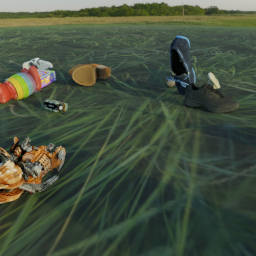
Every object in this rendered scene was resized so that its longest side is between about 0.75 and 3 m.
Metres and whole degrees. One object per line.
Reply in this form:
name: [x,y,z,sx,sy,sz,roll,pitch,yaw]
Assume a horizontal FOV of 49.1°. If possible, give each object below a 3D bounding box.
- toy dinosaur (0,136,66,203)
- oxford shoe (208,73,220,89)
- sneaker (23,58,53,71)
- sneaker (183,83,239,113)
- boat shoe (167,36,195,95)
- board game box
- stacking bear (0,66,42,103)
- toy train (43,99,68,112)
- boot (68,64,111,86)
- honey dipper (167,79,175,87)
toy dinosaur: [-2.145,0.691,4.767,1.586,1.194,2.337,29,12,20]
oxford shoe: [3.006,-1.639,9.974,0.306,0.398,1.060,-20,-22,26]
sneaker: [-4.311,-3.163,13.874,1.510,0.603,0.983,-4,31,16]
sneaker: [2.562,-0.969,8.726,1.759,0.798,0.668,15,25,28]
boat shoe: [1.686,-1.957,9.483,0.947,2.251,0.773,11,51,37]
board game box: [-3.911,-1.964,11.432,1.229,0.409,1.828,4,24,9]
stacking bear: [-3.884,-1.399,9.629,0.980,0.918,1.615,1,30,43]
toy train: [-2.264,-0.701,8.739,0.805,0.343,0.459,15,16,35]
boot: [-1.990,-2.324,11.910,1.654,0.788,2.139,15,20,34]
honey dipper: [2.146,-2.259,12.111,0.486,0.486,2.559,8,28,18]
